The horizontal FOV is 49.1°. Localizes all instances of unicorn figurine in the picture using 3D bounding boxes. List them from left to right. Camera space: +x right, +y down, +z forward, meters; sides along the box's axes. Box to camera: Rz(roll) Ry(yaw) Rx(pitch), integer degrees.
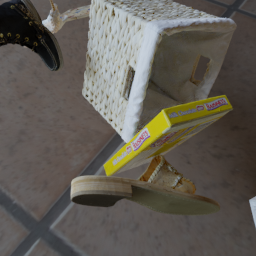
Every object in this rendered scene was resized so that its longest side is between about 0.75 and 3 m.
[{"bbox_3d":[-1.946,-2.506,6.761,0.673,1.822,1.251,33,36,-26],"label":"unicorn figurine"}]

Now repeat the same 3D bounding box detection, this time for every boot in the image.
[{"bbox_3d":[-2.118,-1.699,5.381,1.247,0.606,1.656,-33,96,-41],"label":"boot"}]

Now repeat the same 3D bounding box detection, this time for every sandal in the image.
[{"bbox_3d":[0.482,0.935,5.182,3.112,1.141,1.024,14,57,-29],"label":"sandal"}]

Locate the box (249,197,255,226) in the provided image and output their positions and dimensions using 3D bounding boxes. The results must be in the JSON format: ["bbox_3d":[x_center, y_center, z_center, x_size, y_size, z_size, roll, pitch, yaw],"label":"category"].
[{"bbox_3d":[2.936,1.574,5.141,0.897,0.902,0.773,-15,92,-32],"label":"box"}]

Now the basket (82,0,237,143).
[{"bbox_3d":[0.523,-1.386,6.175,2.517,2.495,2.025,-21,48,-39],"label":"basket"}]

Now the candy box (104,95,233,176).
[{"bbox_3d":[0.571,0.249,5.232,1.345,2.630,0.347,-12,72,-30],"label":"candy box"}]

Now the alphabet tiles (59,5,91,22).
[{"bbox_3d":[-1.053,-3.595,8.472,2.229,0.101,2.667,-9,30,9],"label":"alphabet tiles"}]
